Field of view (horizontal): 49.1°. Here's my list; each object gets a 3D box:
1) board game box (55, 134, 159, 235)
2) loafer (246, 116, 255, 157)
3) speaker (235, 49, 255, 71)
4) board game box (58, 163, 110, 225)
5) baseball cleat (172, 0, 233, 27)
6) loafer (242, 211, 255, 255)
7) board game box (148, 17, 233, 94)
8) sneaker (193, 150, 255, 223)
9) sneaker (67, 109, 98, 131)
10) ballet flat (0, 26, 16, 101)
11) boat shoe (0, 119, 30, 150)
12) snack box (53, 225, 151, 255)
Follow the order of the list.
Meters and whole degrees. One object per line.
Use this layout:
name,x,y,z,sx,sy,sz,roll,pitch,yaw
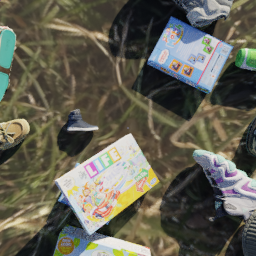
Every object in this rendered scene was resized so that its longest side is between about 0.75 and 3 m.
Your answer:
board game box,-0.524,1.499,7.865,2.490,0.426,1.674,-32,93,-25
loafer,4.477,-0.327,8.369,0.953,0.834,2.652,34,86,3
speaker,4.096,-2.051,8.636,1.400,0.619,0.619,11,85,1
board game box,-1.069,1.966,8.444,1.630,0.298,1.233,25,84,3
baseball cleat,1.755,-4.061,8.578,2.983,1.040,1.588,14,85,2
loafer,3.999,3.811,8.079,0.990,1.069,2.842,15,76,-42
board game box,1.923,-2.270,8.749,2.137,0.391,1.617,28,86,2
sneaker,2.662,1.851,8.109,2.442,0.949,1.708,33,83,3
sneaker,-1.383,-0.241,8.602,0.947,0.360,0.684,2,88,1
ballet flat,-4.123,-1.807,8.578,0.860,1.018,2.692,9,80,31
boat shoe,-4.005,0.342,8.402,2.109,0.661,0.773,-26,86,-2
snack box,-0.896,4.265,7.959,2.647,0.896,2.232,16,87,0
